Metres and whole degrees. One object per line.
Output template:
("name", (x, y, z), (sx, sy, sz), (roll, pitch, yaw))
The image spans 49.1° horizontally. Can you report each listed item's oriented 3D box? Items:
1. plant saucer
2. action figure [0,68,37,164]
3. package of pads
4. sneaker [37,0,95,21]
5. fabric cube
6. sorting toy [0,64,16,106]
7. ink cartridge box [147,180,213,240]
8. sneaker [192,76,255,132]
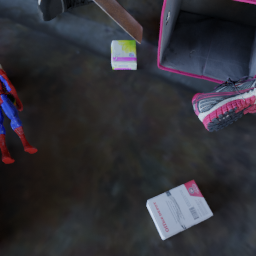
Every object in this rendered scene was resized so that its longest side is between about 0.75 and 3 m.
("plant saucer", (-0.407, -3.286, 7.691), (0.412, 2.393, 2.393), (-45, 68, 15))
("action figure", (-3.193, -0.538, 7.057), (0.943, 0.745, 2.881), (-25, 75, -5))
("package of pads", (-0.130, -2.146, 8.211), (0.730, 0.322, 0.944), (0, 62, -2))
("sneaker", (-1.638, -4.422, 8.980), (1.302, 1.126, 2.973), (28, 66, 8))
("fabric cube", (2.483, -3.125, 7.393), (2.723, 2.671, 2.714), (16, 64, 9))
("sorting toy", (-3.807, -1.194, 7.708), (0.976, 0.342, 2.025), (-25, 66, -12))
("ink cartridge box", (1.090, 1.781, 6.101), (1.163, 0.490, 0.842), (-21, 65, -11))
("sneaker", (2.925, -0.916, 7.179), (2.631, 1.060, 0.982), (-22, 59, -12))
